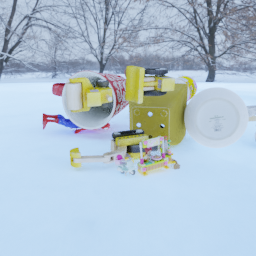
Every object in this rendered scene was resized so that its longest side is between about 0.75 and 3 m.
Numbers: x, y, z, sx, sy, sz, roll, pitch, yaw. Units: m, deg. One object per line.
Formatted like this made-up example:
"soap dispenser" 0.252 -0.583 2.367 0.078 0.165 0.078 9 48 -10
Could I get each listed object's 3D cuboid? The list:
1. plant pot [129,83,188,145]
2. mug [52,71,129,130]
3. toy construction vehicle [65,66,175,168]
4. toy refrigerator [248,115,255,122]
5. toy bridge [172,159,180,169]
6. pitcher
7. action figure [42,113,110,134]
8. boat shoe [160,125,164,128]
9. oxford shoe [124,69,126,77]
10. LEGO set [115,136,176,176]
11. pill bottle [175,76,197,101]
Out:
"plant pot" 0.831 -0.342 8.445 1.772 1.783 1.824 3 18 14
"mug" -1.102 -1.334 10.048 2.444 1.837 2.753 41 20 4
"toy construction vehicle" -0.077 -0.265 6.616 2.665 2.320 0.939 -5 19 -27
"toy refrigerator" 5.172 -0.435 12.212 0.774 0.271 0.294 -1 12 -9
"toy bridge" 0.995 0.806 6.741 0.278 0.113 0.827 -3 12 -27
"pitcher" 2.976 -0.394 8.430 2.451 1.732 2.857 -11 1 16
"action figure" -1.812 -0.140 10.087 2.425 0.627 0.793 1 17 -20
"boat shoe" 1.149 0.020 9.777 1.169 0.388 0.437 6 13 27
"oxford shoe" 1.064 -1.887 12.833 1.006 2.855 1.068 -48 3 -38
"LEGO set" 0.636 0.459 6.464 0.919 0.743 1.997 7 19 39
"pill bottle" 1.960 -1.405 10.756 1.022 1.022 1.960 6 19 26
